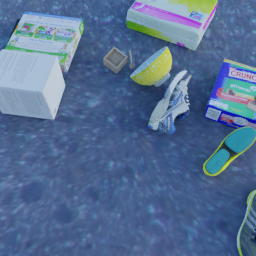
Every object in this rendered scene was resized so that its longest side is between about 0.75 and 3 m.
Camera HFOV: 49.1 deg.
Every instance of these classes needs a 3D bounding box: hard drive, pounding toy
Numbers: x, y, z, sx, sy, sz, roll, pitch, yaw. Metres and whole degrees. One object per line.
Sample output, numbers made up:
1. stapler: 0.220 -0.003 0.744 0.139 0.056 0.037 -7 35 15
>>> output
1. hard drive: -3.655 -3.183 10.513 1.609 0.379 2.305 4 61 3
2. pounding toy: -0.218 -2.369 9.956 1.005 0.460 0.883 37 75 6

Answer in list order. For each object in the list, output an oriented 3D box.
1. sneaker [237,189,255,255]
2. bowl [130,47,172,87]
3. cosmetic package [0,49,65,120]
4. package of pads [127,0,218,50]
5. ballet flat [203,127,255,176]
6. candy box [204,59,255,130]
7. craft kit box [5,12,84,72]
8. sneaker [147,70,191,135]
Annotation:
1. sneaker: 3.311 2.408 7.018 0.783 0.857 2.118 16 61 9
2. bowl: 0.927 -1.893 9.362 0.835 1.552 1.552 48 66 -14
3. cosmetic package: -3.130 -1.335 8.805 1.787 1.495 1.486 8 59 3
4. package of pads: 1.730 -4.499 10.914 2.963 1.010 2.289 24 63 13
5. ballet flat: 2.861 0.676 8.013 1.864 0.625 0.623 -42 70 -5
6. candy box: 3.619 -1.054 9.047 1.753 0.798 2.073 20 61 13
7. craft kit box: -2.949 -3.114 9.979 2.261 0.549 2.233 10 59 6
8. sneaker: 1.544 -0.777 8.964 1.017 0.920 2.387 30 71 5
